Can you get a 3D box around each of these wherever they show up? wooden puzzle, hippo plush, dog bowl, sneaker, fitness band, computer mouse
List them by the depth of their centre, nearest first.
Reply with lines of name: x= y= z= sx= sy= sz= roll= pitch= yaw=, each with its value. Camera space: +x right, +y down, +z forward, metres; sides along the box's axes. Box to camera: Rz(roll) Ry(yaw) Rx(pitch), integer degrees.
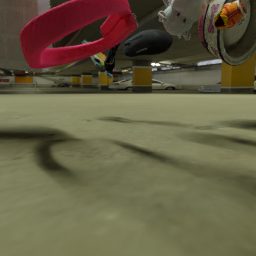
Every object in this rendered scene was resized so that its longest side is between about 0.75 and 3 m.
fitness band: x=-0.874 y=-1.528 z=4.706 sx=1.797 sy=0.468 sz=2.502 roll=-20 pitch=8 yaw=-16
sneaker: x=2.004 y=-2.298 z=5.827 sx=0.537 sy=0.508 sz=1.391 roll=-28 pitch=4 yaw=15
hippo plush: x=1.049 y=-2.706 z=6.087 sx=1.702 sy=1.356 sz=1.368 roll=-42 pitch=15 yaw=44
dog bowl: x=3.189 y=-3.265 z=8.414 sx=2.610 sy=2.610 sz=0.962 roll=-6 pitch=27 yaw=-38
computer mouse: x=0.195 y=-2.404 z=8.707 sx=2.228 sy=1.565 sz=0.513 roll=3 pitch=-26 yaw=27
wooden puzzle: x=-0.943 y=-2.418 z=9.751 sx=0.143 sy=2.039 sz=1.209 roll=-42 pitch=-30 yaw=20

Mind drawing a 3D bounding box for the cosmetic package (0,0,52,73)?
cosmetic package: x=-2.972 y=-2.892 z=6.611 sx=2.175 sy=2.885 sz=0.745 roll=7 pitch=26 yaw=6
